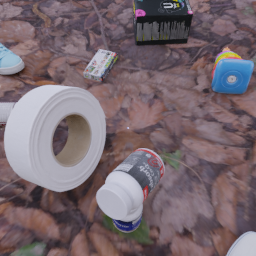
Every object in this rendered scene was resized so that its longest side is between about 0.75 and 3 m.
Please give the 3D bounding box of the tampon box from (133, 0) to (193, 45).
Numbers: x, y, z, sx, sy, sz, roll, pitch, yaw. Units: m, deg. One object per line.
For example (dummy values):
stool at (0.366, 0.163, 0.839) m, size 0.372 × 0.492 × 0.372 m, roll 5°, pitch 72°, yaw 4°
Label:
tampon box at (1.302, -4.349, 11.174) m, size 2.125 × 1.341 × 1.592 m, roll -3°, pitch 53°, yaw -2°

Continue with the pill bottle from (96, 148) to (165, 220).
pill bottle at (0.074, 1.103, 5.676) m, size 0.858 × 0.858 × 1.480 m, roll 28°, pitch 38°, yaw 19°

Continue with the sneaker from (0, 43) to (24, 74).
sneaker at (-5.034, -2.888, 10.181) m, size 2.834 × 1.161 × 1.048 m, roll 26°, pitch 58°, yaw 19°

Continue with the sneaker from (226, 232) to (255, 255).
sneaker at (2.340, 3.253, 5.676) m, size 0.959 × 0.929 × 2.625 m, roll 26°, pitch 57°, yaw 19°

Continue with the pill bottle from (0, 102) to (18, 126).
pill bottle at (-3.588, -0.428, 8.597) m, size 1.312 × 0.719 × 0.719 m, roll -1°, pitch 53°, yaw -1°

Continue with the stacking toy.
stacking toy at (3.529, -2.274, 9.880) m, size 1.197 × 1.266 × 2.181 m, roll 6°, pitch 42°, yaw 6°

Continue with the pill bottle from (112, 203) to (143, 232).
pill bottle at (-0.024, 1.891, 6.505) m, size 0.725 × 1.253 × 0.725 m, roll 0°, pitch 53°, yaw 0°

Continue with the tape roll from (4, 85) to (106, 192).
tape roll at (-1.625, 0.215, 6.818) m, size 0.880 × 2.516 × 2.516 m, roll 9°, pitch 50°, yaw 34°

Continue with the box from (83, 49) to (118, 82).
box at (-0.991, -2.324, 10.326) m, size 0.782 × 0.247 × 1.420 m, roll 17°, pitch 55°, yaw 12°
